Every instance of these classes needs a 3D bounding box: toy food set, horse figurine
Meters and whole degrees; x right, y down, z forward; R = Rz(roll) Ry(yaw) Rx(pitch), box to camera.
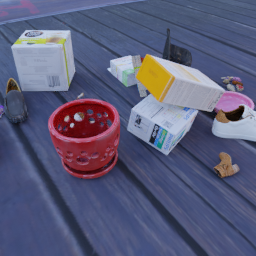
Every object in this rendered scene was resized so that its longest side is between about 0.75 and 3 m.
[{"bbox_3d":[4.929,-2.111,13.028,0.870,0.216,1.368,-7,39,-8],"label":"toy food set"},{"bbox_3d":[-1.676,-0.281,10.252,1.607,0.605,2.425,-41,61,-18],"label":"horse figurine"}]

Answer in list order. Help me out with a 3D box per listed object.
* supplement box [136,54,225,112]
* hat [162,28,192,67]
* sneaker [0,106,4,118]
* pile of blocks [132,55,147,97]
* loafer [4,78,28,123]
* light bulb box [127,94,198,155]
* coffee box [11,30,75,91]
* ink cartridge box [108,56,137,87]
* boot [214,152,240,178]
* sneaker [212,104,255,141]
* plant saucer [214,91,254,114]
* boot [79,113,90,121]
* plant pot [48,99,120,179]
[{"bbox_3d":[1.804,-1.501,9.660,2.617,0.962,1.649,6,33,-35],"label":"supplement box"},{"bbox_3d":[1.993,-2.604,11.494,1.160,2.876,2.876,5,39,4],"label":"hat"},{"bbox_3d":[-5.134,-0.703,11.147,0.310,0.341,0.772,-4,37,-3],"label":"sneaker"},{"bbox_3d":[0.628,-2.077,11.315,0.632,0.835,2.034,-11,63,1],"label":"pile of blocks"},{"bbox_3d":[-4.586,-1.113,11.212,0.898,0.892,2.467,-16,42,-21],"label":"loafer"},{"bbox_3d":[1.194,-0.270,9.767,1.718,1.072,1.702,33,49,19],"label":"light bulb box"},{"bbox_3d":[-3.702,-3.091,12.732,2.100,2.103,2.080,1,38,1],"label":"coffee box"},{"bbox_3d":[-0.069,-2.876,13.601,1.216,0.699,2.076,-20,43,-24],"label":"ink cartridge box"},{"bbox_3d":[2.970,1.173,8.837,0.685,0.338,0.882,-18,49,-15],"label":"boot"},{"bbox_3d":[4.454,-0.212,9.881,2.741,1.160,0.998,0,37,-2],"label":"sneaker"},{"bbox_3d":[4.155,-0.895,11.318,1.697,0.430,1.697,0,37,0],"label":"plant saucer"},{"bbox_3d":[-1.737,-0.489,10.897,0.704,0.335,0.910,21,55,26],"label":"boot"},{"bbox_3d":[-1.251,0.401,8.518,2.030,1.848,2.030,0,38,0],"label":"plant pot"}]
